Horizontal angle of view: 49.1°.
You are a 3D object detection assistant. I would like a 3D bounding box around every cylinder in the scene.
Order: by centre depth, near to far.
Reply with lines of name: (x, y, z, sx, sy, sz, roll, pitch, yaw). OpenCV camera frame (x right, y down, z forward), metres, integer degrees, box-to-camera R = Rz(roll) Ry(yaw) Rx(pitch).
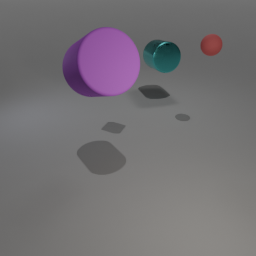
cylinder: (-0.648, -1.414, 6.350, 1.400, 1.400, 1.400, -14, 11, -24)
cylinder: (1.589, -3.432, 13.328, 1.400, 1.400, 1.400, -8, 23, -14)

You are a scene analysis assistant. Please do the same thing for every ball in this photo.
ball: (2.756, -2.742, 9.260, 0.700, 0.700, 0.700, 0, 29, 0)
